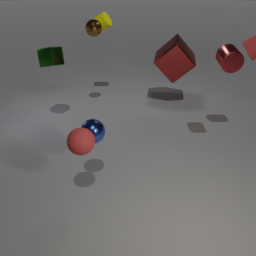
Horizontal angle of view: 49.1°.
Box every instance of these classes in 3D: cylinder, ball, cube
[{"bbox_3d":[4.333,-2.750,9.366,0.700,0.700,0.700,-28,13,32],"label":"cylinder"},{"bbox_3d":[-0.982,0.095,7.816,0.700,0.700,0.700,0,28,0],"label":"ball"},{"bbox_3d":[-3.010,-2.776,10.950,0.700,0.700,0.700,0,16,26],"label":"cube"},{"bbox_3d":[-1.182,0.338,7.021,0.700,0.700,0.700,0,28,0],"label":"ball"},{"bbox_3d":[-1.236,-5.002,13.265,0.700,0.700,0.700,-22,18,27],"label":"cylinder"},{"bbox_3d":[-1.434,-4.176,11.709,0.700,0.700,0.700,0,28,0],"label":"ball"},{"bbox_3d":[2.226,-3.284,13.258,1.400,1.400,1.400,-35,23,31],"label":"cube"},{"bbox_3d":[3.189,-2.185,8.790,0.700,0.700,0.700,0,37,0],"label":"cylinder"}]
